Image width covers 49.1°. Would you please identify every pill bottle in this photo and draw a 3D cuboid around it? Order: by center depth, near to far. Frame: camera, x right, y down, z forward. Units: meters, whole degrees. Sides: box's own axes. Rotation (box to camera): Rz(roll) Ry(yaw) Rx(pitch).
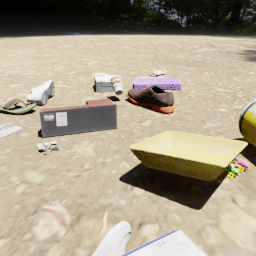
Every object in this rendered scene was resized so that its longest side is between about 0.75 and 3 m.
[{"bbox_3d":[4.351,0.224,7.609,1.502,1.502,2.681,-5,24,-11],"label":"pill bottle"},{"bbox_3d":[-0.494,-1.961,12.927,0.494,0.494,0.864,-6,58,-13],"label":"pill bottle"}]

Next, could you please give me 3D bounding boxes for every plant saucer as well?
[{"bbox_3d":[1.519,0.647,6.856,2.247,0.545,2.248,10,15,33],"label":"plant saucer"}]

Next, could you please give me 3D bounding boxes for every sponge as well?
[{"bbox_3d":[1.568,-2.398,15.173,2.498,0.373,1.393,0,23,0],"label":"sponge"}]

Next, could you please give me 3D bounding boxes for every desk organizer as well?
[{"bbox_3d":[-1.745,-0.410,9.854,2.576,0.924,0.992,-7,22,-17],"label":"desk organizer"}]

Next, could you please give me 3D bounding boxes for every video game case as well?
[{"bbox_3d":[-4.296,0.093,9.686,0.817,0.106,0.898,13,27,28],"label":"video game case"}]

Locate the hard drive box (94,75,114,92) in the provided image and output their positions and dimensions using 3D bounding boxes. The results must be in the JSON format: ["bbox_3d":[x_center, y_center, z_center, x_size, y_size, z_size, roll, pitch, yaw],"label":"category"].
[{"bbox_3d":[-1.179,-2.367,14.850,1.135,0.559,1.457,-4,23,-11],"label":"hard drive box"}]

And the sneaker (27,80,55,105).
[{"bbox_3d":[-4.027,-1.718,13.082,0.892,0.783,2.227,-1,24,5],"label":"sneaker"}]

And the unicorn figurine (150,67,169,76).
[{"bbox_3d":[1.953,-3.548,17.857,0.876,0.471,1.275,22,45,22],"label":"unicorn figurine"}]

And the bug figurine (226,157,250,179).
[{"bbox_3d":[2.718,0.954,7.449,1.089,0.280,0.844,-15,28,-33],"label":"bug figurine"}]

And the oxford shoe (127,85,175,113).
[{"bbox_3d":[0.970,-1.462,12.189,0.963,0.981,2.705,-20,31,-39],"label":"oxford shoe"}]

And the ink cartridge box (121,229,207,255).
[{"bbox_3d":[0.491,2.536,3.421,2.319,0.472,2.324,-14,29,-27],"label":"ink cartridge box"}]

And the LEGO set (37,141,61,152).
[{"bbox_3d":[-2.417,0.599,8.523,0.602,0.198,0.806,-11,14,-23],"label":"LEGO set"}]

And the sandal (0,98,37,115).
[{"bbox_3d":[-4.768,-0.935,11.484,2.000,0.571,0.794,3,23,7],"label":"sandal"}]

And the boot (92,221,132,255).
[{"bbox_3d":[-0.198,2.186,4.360,0.747,0.575,1.563,20,38,26],"label":"boot"}]
